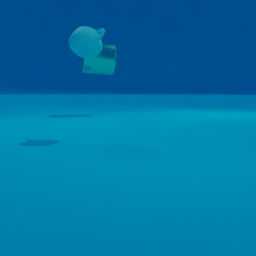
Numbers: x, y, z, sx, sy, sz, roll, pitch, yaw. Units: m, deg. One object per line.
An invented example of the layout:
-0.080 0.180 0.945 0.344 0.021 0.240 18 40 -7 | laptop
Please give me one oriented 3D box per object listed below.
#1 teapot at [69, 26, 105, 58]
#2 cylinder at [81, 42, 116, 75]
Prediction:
-0.934 -1.903 6.141 1.162 0.569 0.723 -9 -26 40 | teapot
-1.331 -3.121 12.512 1.379 1.379 1.379 2 7 -14 | cylinder
